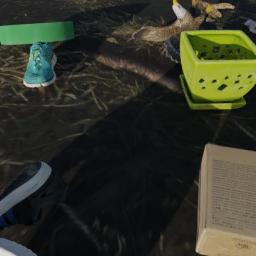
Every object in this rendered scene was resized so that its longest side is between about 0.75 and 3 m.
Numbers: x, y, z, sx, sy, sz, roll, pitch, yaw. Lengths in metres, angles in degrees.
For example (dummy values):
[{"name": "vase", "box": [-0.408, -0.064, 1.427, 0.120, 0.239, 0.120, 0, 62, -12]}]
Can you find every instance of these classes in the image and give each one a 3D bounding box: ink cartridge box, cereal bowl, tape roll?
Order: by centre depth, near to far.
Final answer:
[{"name": "cereal bowl", "box": [-1.795, 2.477, 3.226, 2.444, 1.018, 2.444, 0, 78, -1]}, {"name": "ink cartridge box", "box": [2.438, 1.371, 4.916, 2.310, 0.868, 1.903, 9, 42, 10]}, {"name": "tape roll", "box": [-3.080, -3.254, 9.536, 2.437, 0.586, 2.437, -3, 22, 1]}]

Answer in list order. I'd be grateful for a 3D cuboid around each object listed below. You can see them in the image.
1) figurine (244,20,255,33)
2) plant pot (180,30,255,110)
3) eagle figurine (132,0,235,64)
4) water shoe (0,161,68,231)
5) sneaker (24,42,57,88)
[{"name": "figurine", "box": [5.302, -4.175, 11.357, 0.986, 0.425, 0.962, -2, 35, -1]}, {"name": "plant pot", "box": [2.319, -1.497, 7.496, 1.773, 1.609, 1.764, -2, 42, -2]}, {"name": "eagle figurine", "box": [1.833, -3.464, 9.842, 2.836, 2.140, 2.152, -48, 11, -5]}, {"name": "water shoe", "box": [-1.820, 1.382, 4.505, 2.042, 0.806, 0.730, -38, 24, 20]}, {"name": "sneaker", "box": [-2.748, -2.073, 8.584, 0.959, 0.985, 2.473, -7, 44, -7]}]
